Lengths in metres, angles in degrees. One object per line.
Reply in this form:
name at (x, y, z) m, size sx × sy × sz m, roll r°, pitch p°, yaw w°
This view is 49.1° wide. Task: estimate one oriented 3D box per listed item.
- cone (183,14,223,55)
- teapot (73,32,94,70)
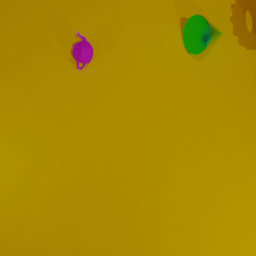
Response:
cone at (2.522, -2.902, 8.673) m, size 1.163 × 1.158 × 1.158 m, roll -13°, pitch 85°, yaw -28°
teapot at (-1.405, -2.336, 8.503) m, size 0.557 × 0.707 × 1.137 m, roll -12°, pitch 118°, yaw -40°
